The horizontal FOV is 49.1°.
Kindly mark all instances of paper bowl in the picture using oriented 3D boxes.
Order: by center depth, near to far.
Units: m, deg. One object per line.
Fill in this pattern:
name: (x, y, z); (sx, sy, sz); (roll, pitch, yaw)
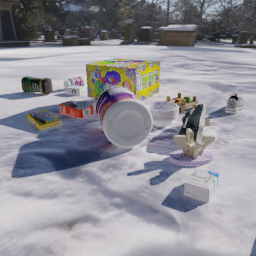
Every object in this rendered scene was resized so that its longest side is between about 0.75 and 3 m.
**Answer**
paper bowl: (1.402, -0.593, 11.668); (1.397, 0.727, 1.397); (0, 21, 0)

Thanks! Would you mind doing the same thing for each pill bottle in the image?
pill bottle: (-0.304, -0.593, 10.353); (1.670, 1.670, 2.997); (-5, 21, -12)
pill bottle: (-3.361, -2.791, 17.479); (0.709, 0.709, 1.262); (17, 27, 37)

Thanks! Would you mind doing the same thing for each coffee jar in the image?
coffee jar: (-5.267, -2.483, 16.319); (1.824, 0.951, 0.778); (7, 23, 20)

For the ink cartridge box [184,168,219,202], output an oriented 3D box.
ink cartridge box: (1.840, 1.397, 6.976); (0.626, 0.361, 0.858); (12, 24, 28)

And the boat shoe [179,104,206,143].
boat shoe: (2.430, -0.295, 10.480); (0.820, 1.027, 2.717); (10, 23, 12)

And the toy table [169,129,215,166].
toy table: (1.959, 0.597, 8.485); (1.353, 0.793, 1.244); (-5, 22, -16)

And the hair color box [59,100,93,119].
hair color box: (-2.376, -0.865, 12.765); (1.459, 0.467, 0.809); (14, 26, 36)

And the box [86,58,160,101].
box: (-0.180, -2.422, 13.915); (2.747, 1.676, 2.646); (11, 24, 28)

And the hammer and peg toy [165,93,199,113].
hammer and peg toy: (2.360, -1.202, 13.394); (1.799, 0.634, 1.323); (-19, 28, -40)

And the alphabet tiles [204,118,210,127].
alphabet tiles: (2.915, -0.298, 11.870); (1.079, 0.041, 1.297); (5, 21, 11)

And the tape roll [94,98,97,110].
tape roll: (-0.475, -1.232, 13.739); (2.418, 0.442, 2.418); (1, 21, 0)

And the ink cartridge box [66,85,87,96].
ink cartridge box: (-2.918, -2.194, 16.327); (1.197, 0.399, 0.693); (9, 23, 22)

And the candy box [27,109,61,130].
candy box: (-3.535, -0.385, 11.750); (0.878, 0.227, 1.718); (-15, 27, -32)

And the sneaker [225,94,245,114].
sneaker: (5.192, -1.278, 13.373); (0.720, 0.790, 1.927); (11, 23, 26)
